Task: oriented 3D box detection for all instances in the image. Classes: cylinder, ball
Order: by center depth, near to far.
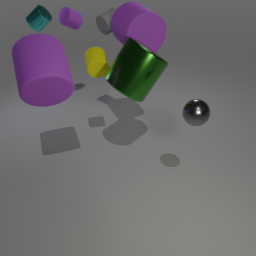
[{"bbox_3d":[1.755,-0.393,7.203,0.700,0.700,0.700,0,32,0],"label":"ball"},{"bbox_3d":[-2.268,-1.512,7.479,1.400,1.400,1.400,-11,65,-18],"label":"cylinder"},{"bbox_3d":[0.241,-1.719,8.306,1.400,1.400,1.400,31,17,-11],"label":"cylinder"},{"bbox_3d":[-0.997,-2.086,8.903,0.700,0.700,0.700,-7,53,-11],"label":"cylinder"},{"bbox_3d":[0.320,-3.248,9.181,1.400,1.400,1.400,-13,40,-19],"label":"cylinder"},{"bbox_3d":[-0.653,-3.772,9.910,0.700,0.700,0.700,-40,47,-24],"label":"cylinder"},{"bbox_3d":[-3.374,-4.154,10.634,0.700,0.700,0.700,-32,22,25],"label":"cylinder"},{"bbox_3d":[-2.327,-4.446,11.375,0.700,0.700,0.700,26,14,35],"label":"cylinder"}]
